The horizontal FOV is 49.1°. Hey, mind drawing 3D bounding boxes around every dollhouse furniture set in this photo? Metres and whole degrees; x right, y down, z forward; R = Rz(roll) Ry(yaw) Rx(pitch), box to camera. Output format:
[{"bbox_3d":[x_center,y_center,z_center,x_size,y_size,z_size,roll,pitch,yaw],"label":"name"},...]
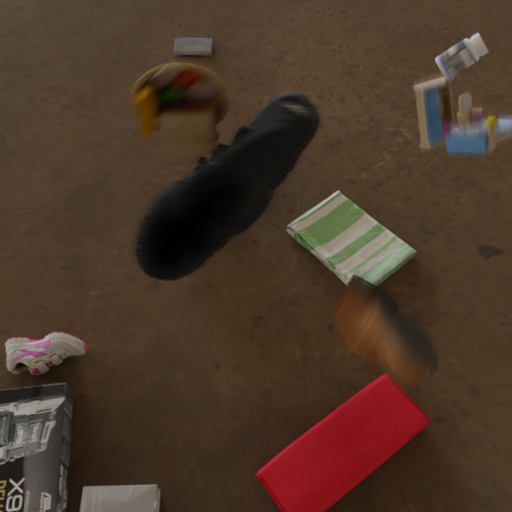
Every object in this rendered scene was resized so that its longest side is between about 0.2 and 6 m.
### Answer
[{"bbox_3d":[4.164,-2.750,10.437,1.742,1.204,1.845,-22,22,-24],"label":"dollhouse furniture set"}]

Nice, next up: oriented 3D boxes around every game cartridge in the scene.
[{"bbox_3d":[-1.813,-6.007,16.117,1.088,0.209,0.705,1,58,1],"label":"game cartridge"}]

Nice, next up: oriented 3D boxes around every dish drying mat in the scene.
[{"bbox_3d":[1.492,3.228,9.432,2.976,0.271,1.143,-31,61,-21],"label":"dish drying mat"}]

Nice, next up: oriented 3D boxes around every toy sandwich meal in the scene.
[{"bbox_3d":[-1.153,-2.204,8.609,1.682,1.682,0.576,-5,61,-3],"label":"toy sandwich meal"}]

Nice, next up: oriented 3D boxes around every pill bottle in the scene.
[{"bbox_3d":[3.794,-3.685,10.330,0.834,0.474,0.474,-30,49,28],"label":"pill bottle"}]

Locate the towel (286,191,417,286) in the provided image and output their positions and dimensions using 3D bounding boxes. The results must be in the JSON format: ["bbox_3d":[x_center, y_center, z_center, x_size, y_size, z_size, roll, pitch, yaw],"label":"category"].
[{"bbox_3d":[2.002,-0.332,11.982,1.736,0.266,2.276,-35,61,-23],"label":"towel"}]

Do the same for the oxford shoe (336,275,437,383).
[{"bbox_3d":[1.479,0.985,6.690,0.756,0.755,2.119,28,12,-15],"label":"oxford shoe"}]

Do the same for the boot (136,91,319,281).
[{"bbox_3d":[-0.572,-0.725,8.751,1.300,3.265,3.962,33,36,-3],"label":"boot"}]

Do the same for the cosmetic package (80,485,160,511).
[{"bbox_3d":[-2.115,3.958,8.756,1.184,0.534,0.633,2,55,-2],"label":"cosmetic package"}]

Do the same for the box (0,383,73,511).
[{"bbox_3d":[-4.048,3.378,9.095,1.891,0.597,2.398,-5,54,-4],"label":"box"}]

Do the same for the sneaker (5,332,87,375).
[{"bbox_3d":[-3.850,1.853,10.245,1.519,0.618,0.670,-9,55,4],"label":"sneaker"}]
